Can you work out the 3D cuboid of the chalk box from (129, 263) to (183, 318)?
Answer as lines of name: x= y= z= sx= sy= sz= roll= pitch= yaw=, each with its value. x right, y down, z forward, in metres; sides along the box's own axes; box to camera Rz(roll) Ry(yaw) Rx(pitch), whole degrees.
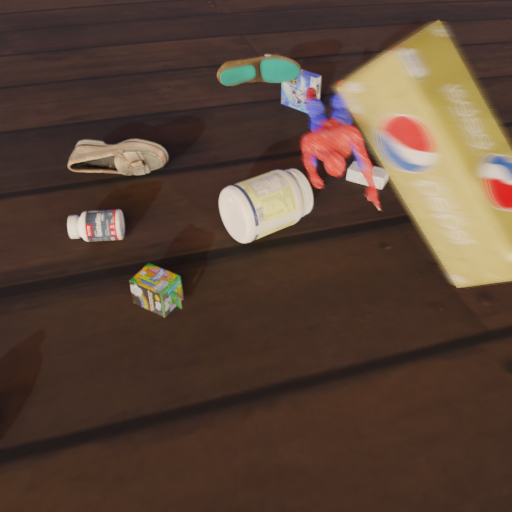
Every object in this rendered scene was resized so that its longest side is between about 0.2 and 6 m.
chalk box: x=-1.658 y=0.631 z=9.815 sx=0.927 sy=0.578 sz=0.574 roll=20 pitch=44 yaw=21

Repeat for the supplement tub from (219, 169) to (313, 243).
supplement tub: x=0.206 y=-1.053 z=11.376 sx=1.645 sy=1.193 sz=1.193 roll=-23 pitch=44 yaw=-26

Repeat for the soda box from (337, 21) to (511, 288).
soda box: x=2.743 y=-1.320 z=7.987 sx=1.140 sy=3.561 sz=1.206 roll=-39 pitch=11 yaw=-29

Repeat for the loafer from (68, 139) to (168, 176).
loafer: x=-3.275 y=-2.204 z=13.183 sx=2.462 sy=0.885 sz=0.774 roll=6 pitch=51 yaw=19

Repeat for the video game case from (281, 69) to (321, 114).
video game case: x=1.253 y=-4.715 z=15.945 sx=1.224 sy=1.110 sz=0.278 roll=29 pitch=47 yaw=30

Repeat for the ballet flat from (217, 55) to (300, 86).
ballet flat: x=0.036 y=-4.202 z=12.542 sx=1.858 sy=0.630 sz=0.672 roll=-9 pitch=43 yaw=0

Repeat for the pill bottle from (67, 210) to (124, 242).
pill bottle: x=-3.222 y=-0.601 z=11.287 sx=1.032 sy=0.617 sz=0.617 roll=-4 pitch=39 yaw=-4

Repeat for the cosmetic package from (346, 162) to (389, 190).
cosmetic package: x=2.608 y=-1.891 z=13.104 sx=0.894 sy=0.331 sz=0.455 roll=19 pitch=43 yaw=20

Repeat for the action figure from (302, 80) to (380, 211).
action figure: x=1.148 y=-1.504 z=7.987 sx=0.872 sy=1.323 sz=2.673 roll=-11 pitch=28 yaw=13
